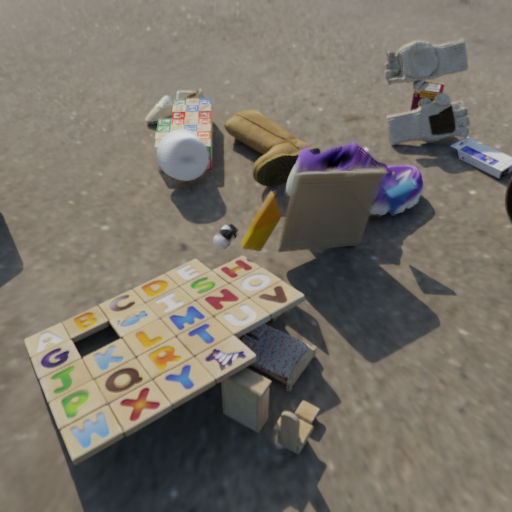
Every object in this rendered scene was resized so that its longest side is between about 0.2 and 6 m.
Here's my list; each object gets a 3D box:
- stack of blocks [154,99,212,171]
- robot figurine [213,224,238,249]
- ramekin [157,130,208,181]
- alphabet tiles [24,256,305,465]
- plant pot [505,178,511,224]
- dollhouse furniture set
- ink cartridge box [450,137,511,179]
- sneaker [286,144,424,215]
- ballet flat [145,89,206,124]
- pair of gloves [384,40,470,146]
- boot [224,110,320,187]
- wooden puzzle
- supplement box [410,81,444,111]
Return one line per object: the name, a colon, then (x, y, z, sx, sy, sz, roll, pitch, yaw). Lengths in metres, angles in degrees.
stack of blocks: (-1.669, -2.906, 13.255, 1.249, 0.635, 2.169, -2, 44, -2)
robot figurine: (-0.560, -0.353, 10.394, 0.321, 0.387, 0.515, 21, 56, 30)
ramekin: (-1.533, -2.107, 11.902, 1.057, 1.057, 0.515, -17, 28, -17)
alphabet tiles: (-1.349, 1.126, 8.557, 3.891, 0.147, 3.252, -27, 30, -22)
plant pot: (6.109, -1.162, 10.955, 1.755, 1.640, 1.640, -12, 43, -35)
dollhouse furniture set: (0.417, 1.486, 8.391, 1.818, 1.041, 2.132, 24, 49, 22)
ink cartridge box: (5.207, -2.275, 12.871, 0.668, 0.261, 1.410, -28, 50, -26)
sneaker: (2.139, -1.601, 11.187, 3.098, 1.292, 1.249, -4, 36, -26)
ballet flat: (-2.066, -3.869, 14.295, 1.752, 0.608, 0.608, -24, 49, -24)
pair of gloves: (4.027, -3.838, 13.135, 1.990, 2.340, 0.410, -4, 10, -2)
boot: (0.050, -2.518, 12.833, 1.991, 0.752, 2.274, -22, 48, -39)
wooden puzzle: (1.274, -0.823, 10.035, 2.936, 1.981, 0.343, 0, 43, -25)
supplement box: (4.166, -3.699, 13.780, 0.681, 1.041, 0.537, 13, 47, 16)
